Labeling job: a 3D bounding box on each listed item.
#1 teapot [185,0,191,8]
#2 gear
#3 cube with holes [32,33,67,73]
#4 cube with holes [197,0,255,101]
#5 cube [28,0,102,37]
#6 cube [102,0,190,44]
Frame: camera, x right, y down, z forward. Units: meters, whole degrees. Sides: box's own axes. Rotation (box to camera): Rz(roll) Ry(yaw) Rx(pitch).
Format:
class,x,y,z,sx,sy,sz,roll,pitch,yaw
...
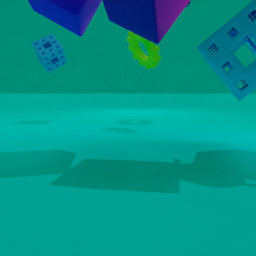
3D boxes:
class,x,y,z,sx,sy,sz,roll,pitch,yaw
teapot,1.676,-3.068,5.425,1.777,0.870,1.105,-27,9,37
gear,0.637,-3.277,11.556,0.322,1.743,1.743,-37,22,-19
cube with holes,-3.158,-3.024,11.347,0.927,0.927,0.927,-31,-24,-15
cube with holes,2.240,-1.398,5.363,1.223,1.223,1.223,-39,-6,19
cube,-1.287,-2.986,5.927,1.285,1.285,1.285,28,-3,-5
cube,0.342,-2.613,5.205,1.251,1.251,1.251,32,-10,17
